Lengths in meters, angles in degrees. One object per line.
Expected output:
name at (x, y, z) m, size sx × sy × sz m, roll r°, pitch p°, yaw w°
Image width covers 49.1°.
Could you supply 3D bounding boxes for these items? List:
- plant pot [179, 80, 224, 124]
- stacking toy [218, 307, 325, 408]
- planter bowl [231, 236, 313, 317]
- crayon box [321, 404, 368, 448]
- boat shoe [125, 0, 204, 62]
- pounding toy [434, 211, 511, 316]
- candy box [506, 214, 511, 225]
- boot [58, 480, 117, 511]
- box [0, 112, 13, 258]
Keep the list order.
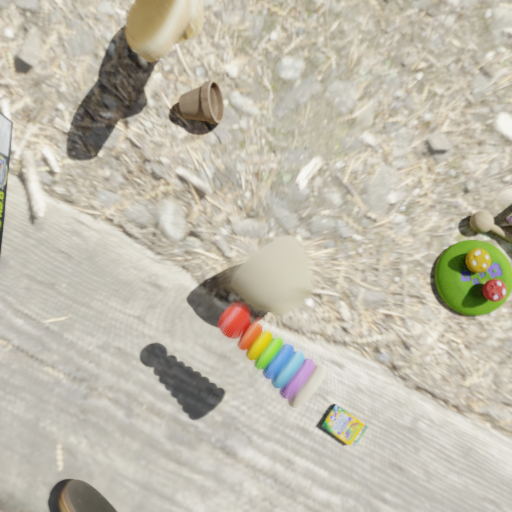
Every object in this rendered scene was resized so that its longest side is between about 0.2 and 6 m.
plant pot at (-1.004, -2.712, 10.024) m, size 0.663 × 0.760 × 0.760 m, roll -3°, pitch 83°, yaw 17°
stacking toy at (0.146, 1.264, 7.453) m, size 1.563 × 0.667 × 0.667 m, roll 42°, pitch 85°, yaw 4°
planter bowl at (0.350, 0.414, 8.827) m, size 1.266 × 1.266 × 0.852 m, roll -36°, pitch 72°, yaw -4°
crayon box at (1.528, 2.929, 9.616) m, size 0.706 × 0.182 × 0.444 m, roll 34°, pitch 85°, yaw 3°
boat shoe at (-1.180, -3.678, 8.359) m, size 0.981 × 0.921 × 2.662 m, roll -10°, pitch 51°, yaw 25°
pounding toy at (3.961, 0.181, 9.601) m, size 1.360 × 0.818 × 1.762 m, roll 33°, pitch 85°, yaw 3°
candy box at (5.352, -0.671, 9.778) m, size 1.432 × 0.512 × 1.201 m, roll -37°, pitch 85°, yaw -10°
boot at (-2.434, 5.121, 8.984) m, size 1.167 × 1.139 × 3.093 m, roll -34°, pitch 87°, yaw 7°
box at (-5.729, -1.048, 9.799) m, size 2.475 × 0.684 × 3.089 m, roll 3°, pitch 84°, yaw 0°
